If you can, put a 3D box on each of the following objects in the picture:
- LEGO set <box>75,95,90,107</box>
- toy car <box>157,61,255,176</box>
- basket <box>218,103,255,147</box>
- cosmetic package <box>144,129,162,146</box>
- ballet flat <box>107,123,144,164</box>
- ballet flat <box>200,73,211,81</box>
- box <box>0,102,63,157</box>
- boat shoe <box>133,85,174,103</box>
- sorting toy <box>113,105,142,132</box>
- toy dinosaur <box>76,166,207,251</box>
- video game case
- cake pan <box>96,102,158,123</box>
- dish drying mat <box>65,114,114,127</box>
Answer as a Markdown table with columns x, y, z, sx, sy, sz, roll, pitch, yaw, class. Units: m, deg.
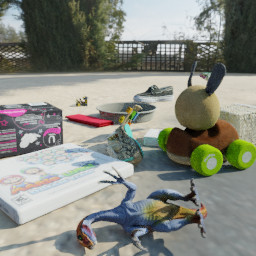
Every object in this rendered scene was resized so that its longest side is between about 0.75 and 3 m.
| x | y | z | sx | sy | sz | roll | pitch | yaw | class |
| --- | --- | --- | --- | --- | --- | --- | --- | --- | --- |
| -2.637 | -1.607 | 16.024 | 0.810 | 0.610 | 1.053 | 0 | 14 | -1 | LEGO set |
| 2.019 | -0.408 | 7.354 | 2.054 | 2.604 | 2.139 | -6 | 16 | -21 | toy car |
| 3.433 | -0.038 | 8.808 | 1.005 | 1.249 | 1.238 | -12 | 17 | -19 | basket |
| 1.234 | 0.328 | 9.113 | 1.278 | 0.330 | 0.964 | 4 | 18 | 15 | cosmetic package |
| -0.186 | 0.445 | 7.998 | 0.889 | 0.801 | 2.361 | -21 | 18 | -2 | ballet flat |
| 3.115 | -1.907 | 10.591 | 0.940 | 0.334 | 0.325 | -6 | -11 | -33 | ballet flat |
| -3.258 | -0.001 | 8.432 | 2.205 | 1.265 | 1.457 | -7 | 18 | -34 | box |
| 1.567 | -2.145 | 17.241 | 2.932 | 1.040 | 1.057 | -10 | 17 | -33 | boat shoe |
| -0.004 | -0.263 | 9.393 | 0.218 | 1.214 | 1.630 | 40 | 6 | 8 | sorting toy |
| 0.224 | 1.497 | 4.399 | 1.868 | 2.059 | 1.081 | -17 | 50 | 16 | toy dinosaur |
| -1.749 | 1.017 | 6.394 | 2.566 | 0.334 | 2.819 | 13 | 20 | 42 | video game case |
| -0.045 | -0.719 | 12.766 | 2.799 | 0.513 | 2.799 | 0 | 14 | 0 | cake pan |
| -1.677 | -0.334 | 11.940 | 2.271 | 0.207 | 0.872 | 12 | 18 | 41 | dish drying mat |
